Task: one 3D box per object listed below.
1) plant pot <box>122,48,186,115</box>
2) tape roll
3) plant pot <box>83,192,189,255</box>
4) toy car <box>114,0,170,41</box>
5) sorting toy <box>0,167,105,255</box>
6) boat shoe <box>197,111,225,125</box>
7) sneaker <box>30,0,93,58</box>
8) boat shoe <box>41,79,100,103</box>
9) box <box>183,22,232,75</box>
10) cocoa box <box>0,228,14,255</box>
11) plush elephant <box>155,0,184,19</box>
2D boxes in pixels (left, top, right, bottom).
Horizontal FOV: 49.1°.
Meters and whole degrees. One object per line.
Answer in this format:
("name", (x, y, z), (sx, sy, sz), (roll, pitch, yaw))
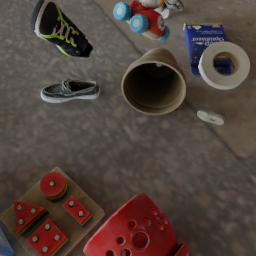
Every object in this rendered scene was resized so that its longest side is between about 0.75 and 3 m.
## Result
("plant pot", (0.985, -1.810, 9.779), (2.124, 2.124, 1.843), (9, 42, 6))
("tape roll", (3.633, -2.369, 10.592), (1.869, 0.342, 1.869), (0, 77, -1))
("plant pot", (0.262, 2.896, 6.710), (2.047, 2.047, 1.864), (-38, 69, -21))
("toy car", (0.798, -4.043, 9.165), (1.627, 1.840, 1.696), (46, 30, 25))
("sorting toy", (-2.149, 2.361, 7.773), (2.125, 0.744, 2.138), (38, 66, 21))
("boat shoe", (2.893, -0.408, 9.758), (0.957, 0.334, 0.341), (22, 46, 11))
("sneaker", (-1.603, -2.599, 7.644), (1.101, 2.660, 0.954), (20, 91, 10))
("boat shoe", (-2.098, -1.451, 10.100), (2.150, 0.762, 0.775), (-6, 59, -4))
("box", (3.246, -3.293, 11.443), (1.622, 0.434, 2.677), (-1, 60, -1))
("cocoa box", (-4.517, 2.531, 7.041), (1.777, 1.806, 2.708), (-36, 65, -20))
("plush elephant", (1.645, -5.616, 12.518), (1.212, 1.289, 1.565), (-22, 16, 27))
